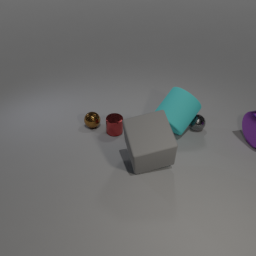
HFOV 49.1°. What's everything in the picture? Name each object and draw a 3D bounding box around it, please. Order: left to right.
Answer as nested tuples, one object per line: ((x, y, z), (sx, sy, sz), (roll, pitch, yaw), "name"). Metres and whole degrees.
((-1.521, -0.348, 11.930), (0.700, 0.700, 0.700), (0, 30, 0), "ball")
((-0.549, -0.135, 11.466), (0.700, 0.700, 0.700), (1, 40, -1), "cylinder")
((0.689, 0.479, 9.161), (1.400, 1.400, 1.400), (-14, 59, -4), "cube")
((1.953, -0.676, 11.170), (1.400, 1.400, 1.400), (-52, 46, -4), "cylinder")
((2.890, -0.223, 11.727), (0.700, 0.700, 0.700), (0, 30, 0), "ball")
((5.300, -0.053, 10.548), (1.400, 1.400, 1.400), (-11, 32, -7), "cylinder")
